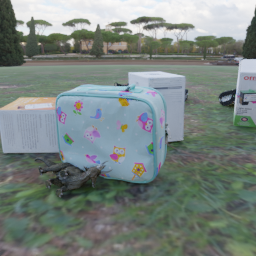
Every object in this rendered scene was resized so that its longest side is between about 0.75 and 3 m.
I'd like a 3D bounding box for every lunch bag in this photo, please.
[{"bbox_3d":[-0.364,0.027,6.710,2.775,2.225,1.070,6,18,24],"label":"lunch bag"}]

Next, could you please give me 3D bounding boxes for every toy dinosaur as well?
[{"bbox_3d":[-1.373,1.060,6.290,1.877,0.722,0.960,2,1,33],"label":"toy dinosaur"}]

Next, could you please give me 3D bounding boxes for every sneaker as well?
[{"bbox_3d":[6.183,-1.752,14.353,1.539,1.010,2.675,-9,1,-34],"label":"sneaker"}]

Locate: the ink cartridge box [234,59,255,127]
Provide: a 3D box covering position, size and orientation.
[{"bbox_3d":[4.963,-1.234,10.451,1.739,2.401,1.008,6,39,19],"label":"ink cartridge box"}]

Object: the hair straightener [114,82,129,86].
[{"bbox_3d":[-0.235,-3.085,20.382,1.136,0.604,2.952,-12,20,-36],"label":"hair straightener"}]

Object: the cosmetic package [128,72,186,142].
[{"bbox_3d":[0.933,-0.799,9.719,1.312,2.134,2.128,-5,17,-16],"label":"cosmetic package"}]

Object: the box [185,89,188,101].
[{"bbox_3d":[2.196,-1.941,16.570,2.469,0.537,1.978,5,17,18],"label":"box"}]

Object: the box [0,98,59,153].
[{"bbox_3d":[-2.448,-0.162,8.953,2.535,1.348,1.930,-1,16,-3],"label":"box"}]
